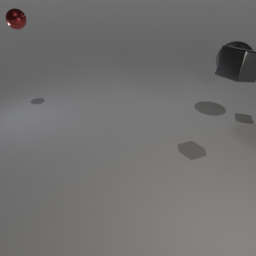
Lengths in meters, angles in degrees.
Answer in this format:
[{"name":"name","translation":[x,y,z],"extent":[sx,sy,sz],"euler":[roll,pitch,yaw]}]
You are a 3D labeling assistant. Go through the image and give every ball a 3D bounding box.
[{"name":"ball","translation":[-3.970,-3.866,9.942],"extent":[0.700,0.700,0.700],"euler":[0,29,0]},{"name":"ball","translation":[4.048,-2.551,10.586],"extent":[1.400,1.400,1.400],"euler":[0,29,0]}]

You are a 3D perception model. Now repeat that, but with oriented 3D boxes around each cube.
[{"name":"cube","translation":[2.619,-1.505,6.616],"extent":[0.700,0.700,0.700],"euler":[-4,26,-33]}]
